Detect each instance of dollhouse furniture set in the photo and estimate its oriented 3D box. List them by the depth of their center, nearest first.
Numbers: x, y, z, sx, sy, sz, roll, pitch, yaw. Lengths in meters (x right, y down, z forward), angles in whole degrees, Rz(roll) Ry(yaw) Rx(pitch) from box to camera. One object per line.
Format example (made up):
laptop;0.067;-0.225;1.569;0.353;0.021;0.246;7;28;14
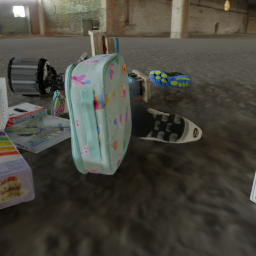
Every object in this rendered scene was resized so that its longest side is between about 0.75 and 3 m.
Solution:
dollhouse furniture set;-0.332;-2.407;10.967;1.907;2.707;1.897;-10;24;-13

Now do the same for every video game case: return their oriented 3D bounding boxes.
video game case;-2.577;0.083;8.315;1.840;0.222;2.019;13;25;30

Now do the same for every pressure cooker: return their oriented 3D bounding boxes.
pressure cooker;-4.027;-2.206;12.049;1.859;1.635;1.661;0;-10;-4

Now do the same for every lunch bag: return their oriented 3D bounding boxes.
lunch bag;-0.624;-0.371;6.275;0.994;2.578;2.067;1;23;14

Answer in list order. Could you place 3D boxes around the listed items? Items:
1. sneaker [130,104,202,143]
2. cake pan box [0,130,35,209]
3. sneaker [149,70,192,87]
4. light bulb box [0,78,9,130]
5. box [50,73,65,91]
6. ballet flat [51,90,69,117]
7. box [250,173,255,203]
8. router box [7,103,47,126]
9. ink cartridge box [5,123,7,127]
sneaker;0.925;-0.021;7.898;1.119;0.936;2.528;13;5;-41
cake pan box;-3.671;0.938;5.500;2.915;0.763;2.685;-13;23;-30
sneaker;2.133;-2.485;14.223;2.131;0.755;0.883;8;16;6
light bulb box;-4.022;-0.604;6.802;1.964;1.237;1.982;-6;12;-19
box;-3.766;-2.226;13.449;1.361;0.722;0.832;-3;22;-6
ballet flat;-2.397;-0.919;10.332;0.755;0.733;2.120;10;17;-15
box;3.473;1.313;4.542;1.417;0.730;2.429;-11;24;-25
router box;-3.660;-0.461;9.551;1.186;0.323;1.322;15;26;32
ink cartridge box;-3.985;-0.025;8.070;0.825;0.290;1.382;-15;18;-15
